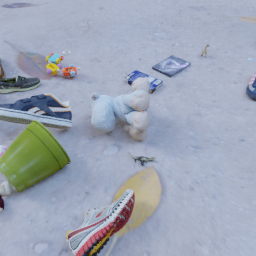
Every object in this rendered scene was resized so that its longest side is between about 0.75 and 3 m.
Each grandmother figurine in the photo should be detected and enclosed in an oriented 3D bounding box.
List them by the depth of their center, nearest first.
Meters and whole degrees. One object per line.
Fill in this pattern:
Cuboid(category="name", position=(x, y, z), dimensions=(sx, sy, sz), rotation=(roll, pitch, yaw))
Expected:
Cuboid(category="grandmother figurine", position=(-4.094, 2.265, 8.259), dimensions=(1.018, 0.508, 1.679), rotation=(28, 51, 15))

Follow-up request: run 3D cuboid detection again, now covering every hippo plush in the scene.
Cuboid(category="hippo plush", position=(-0.334, -0.904, 10.442), dimensions=(2.164, 2.143, 2.691), rotation=(2, 43, 1))

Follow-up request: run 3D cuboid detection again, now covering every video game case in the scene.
Cuboid(category="video game case", position=(2.236, -3.190, 14.364), dimensions=(1.209, 0.161, 1.692), rotation=(33, 51, 30))

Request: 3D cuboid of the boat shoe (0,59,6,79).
Cuboid(category="boat shoe", position=(-6.770, -3.215, 13.735), dimensions=(1.055, 1.030, 2.789), rotation=(-19, 46, -20))

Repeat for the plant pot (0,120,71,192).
Cuboid(category="plant pot", position=(-3.099, 0.998, 8.847), dimensions=(1.843, 1.843, 1.774), rotation=(34, 63, 31))

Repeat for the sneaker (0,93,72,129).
Cuboid(category="sneaker", position=(-3.353, -0.684, 10.019), dimensions=(2.889, 1.147, 1.133), rotation=(9, -12, -43))

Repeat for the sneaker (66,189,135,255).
Cuboid(category="sneaker", position=(-0.690, 2.452, 7.720), dimensions=(0.978, 0.927, 2.381), rotation=(31, 51, 30))

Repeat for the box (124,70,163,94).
Cuboid(category="box", position=(0.717, -2.197, 13.203), dimensions=(1.619, 0.262, 0.981), rotation=(29, 50, 26))

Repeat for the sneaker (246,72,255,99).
Cuboid(category="sneaker", position=(5.969, -2.207, 12.704), dimensions=(0.818, 0.956, 2.332), rotation=(19, 46, 20))

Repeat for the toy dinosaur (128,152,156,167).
Cuboid(category="toy dinosaur", position=(0.430, 1.089, 9.700), dimensions=(1.024, 0.243, 0.451), rotation=(10, 29, 11))

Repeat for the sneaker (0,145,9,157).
Cuboid(category="sneaker", position=(-4.159, 0.993, 9.601), dimensions=(0.541, 0.499, 1.226), rotation=(-13, 45, -10))

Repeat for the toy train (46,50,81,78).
Cuboid(category="toy train", position=(-3.266, -3.053, 13.948), dimensions=(1.580, 0.585, 2.103), rotation=(-12, 47, -14))

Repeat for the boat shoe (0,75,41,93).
Cuboid(category="boat shoe", position=(-5.001, -2.073, 12.797), dimensions=(1.936, 0.636, 0.692), rotation=(-14, 45, -14))

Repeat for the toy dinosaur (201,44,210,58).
Cuboid(category="toy dinosaur", position=(4.101, -4.084, 15.004), dimensions=(0.337, 0.586, 1.159), rotation=(14, 45, 16))
